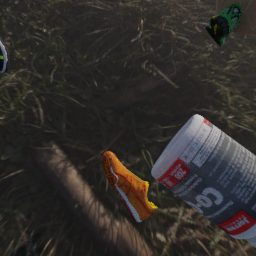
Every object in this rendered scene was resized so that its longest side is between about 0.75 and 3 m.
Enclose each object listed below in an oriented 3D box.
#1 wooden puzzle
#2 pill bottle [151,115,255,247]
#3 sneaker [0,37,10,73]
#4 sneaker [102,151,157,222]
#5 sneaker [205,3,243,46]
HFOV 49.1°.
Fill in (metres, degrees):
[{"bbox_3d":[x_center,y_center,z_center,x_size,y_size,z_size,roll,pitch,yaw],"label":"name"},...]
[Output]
[{"bbox_3d":[3.398,-3.883,7.855,0.587,2.348,2.535,-17,31,-15],"label":"wooden puzzle"},{"bbox_3d":[1.938,1.105,5.423,2.685,1.529,1.529,37,61,5],"label":"pill bottle"},{"bbox_3d":[-3.401,-2.078,6.462,0.637,1.777,0.736,12,36,41],"label":"sneaker"},{"bbox_3d":[0.009,0.777,3.966,0.454,1.177,0.429,-35,20,-14],"label":"sneaker"},{"bbox_3d":[2.845,-2.965,8.141,0.840,1.973,0.770,-37,91,9],"label":"sneaker"}]
